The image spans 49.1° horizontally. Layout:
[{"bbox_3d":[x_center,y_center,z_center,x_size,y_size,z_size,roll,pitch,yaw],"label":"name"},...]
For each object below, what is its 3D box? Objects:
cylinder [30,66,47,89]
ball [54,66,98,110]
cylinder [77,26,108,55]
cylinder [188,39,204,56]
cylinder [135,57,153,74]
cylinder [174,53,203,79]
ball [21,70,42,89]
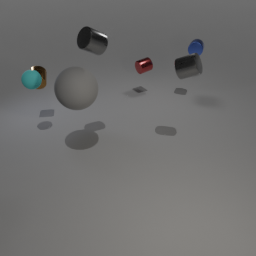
[{"bbox_3d":[-3.721,-2.081,11.561,0.700,0.700,0.700,-5,55,-8],"label":"cylinder"},{"bbox_3d":[-1.654,-1.271,9.003,1.400,1.400,1.400,0,30,0],"label":"ball"},{"bbox_3d":[-1.094,-2.671,8.626,0.700,0.700,0.700,29,15,40],"label":"cylinder"},{"bbox_3d":[3.248,-3.821,13.346,0.700,0.700,0.700,9,31,15],"label":"cylinder"},{"bbox_3d":[0.824,-3.250,14.598,0.700,0.700,0.700,-25,37,-20],"label":"cylinder"},{"bbox_3d":[1.953,-1.988,9.029,0.700,0.700,0.700,-10,22,32],"label":"cylinder"},{"bbox_3d":[-3.486,-1.749,10.124,0.700,0.700,0.700,0,30,0],"label":"ball"}]
